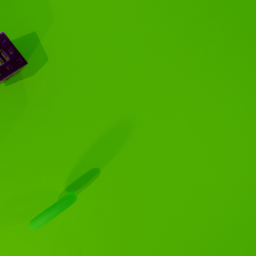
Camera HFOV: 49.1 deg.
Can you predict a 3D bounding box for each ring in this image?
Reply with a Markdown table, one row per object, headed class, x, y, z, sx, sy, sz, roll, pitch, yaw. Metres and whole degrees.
| class | x | y | z | sx | sy | sz | roll | pitch | yaw |
| --- | --- | --- | --- | --- | --- | --- | --- | --- | --- |
| ring | -1.783 | 1.982 | 6.712 | 1.287 | 1.287 | 0.257 | -35 | 87 | 0 |

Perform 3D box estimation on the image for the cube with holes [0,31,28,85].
| class | x | y | z | sx | sy | sz | roll | pitch | yaw |
| --- | --- | --- | --- | --- | --- | --- | --- | --- | --- |
| cube with holes | -3.296 | -1.676 | 7.092 | 0.919 | 0.919 | 0.919 | -44 | 110 | -26 |
